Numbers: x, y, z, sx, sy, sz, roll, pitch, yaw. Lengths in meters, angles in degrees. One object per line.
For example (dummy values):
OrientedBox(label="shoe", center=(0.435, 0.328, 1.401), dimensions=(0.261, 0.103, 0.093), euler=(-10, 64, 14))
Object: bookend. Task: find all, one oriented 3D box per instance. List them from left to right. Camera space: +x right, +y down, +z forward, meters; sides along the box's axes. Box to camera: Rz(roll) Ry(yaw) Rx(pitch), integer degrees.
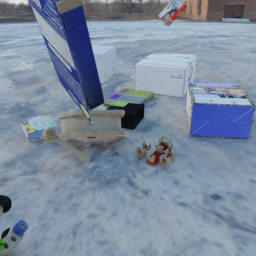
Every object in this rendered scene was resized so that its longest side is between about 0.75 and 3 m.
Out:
OrientedBox(label="bookend", center=(-0.146, -0.464, 9.252), dimensions=(1.125, 0.518, 1.118), euler=(8, 25, 18))

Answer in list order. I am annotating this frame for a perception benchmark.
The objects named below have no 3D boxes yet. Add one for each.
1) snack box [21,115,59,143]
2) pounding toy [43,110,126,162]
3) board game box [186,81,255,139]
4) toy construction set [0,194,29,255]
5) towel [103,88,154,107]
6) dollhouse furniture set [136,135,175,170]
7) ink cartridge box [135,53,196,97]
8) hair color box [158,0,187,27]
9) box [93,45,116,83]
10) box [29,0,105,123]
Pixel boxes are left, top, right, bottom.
OrientedBox(label="snack box", center=(-2.673, -0.009, 8.480), dimensions=(0.883, 0.354, 1.047), euler=(-15, 30, -26))
OrientedBox(label="pounding toy", center=(-1.171, 0.221, 7.736), dimensions=(2.388, 1.370, 1.365), euler=(-2, -4, -25))
OrientedBox(label="board game box", center=(2.821, -0.647, 8.978), dimensions=(1.759, 1.068, 2.206), euler=(4, 26, 8))
OrientedBox(label="toy construction set", center=(-2.233, 1.875, 3.802), dimensions=(1.691, 1.411, 1.300), euler=(-25, 42, -4))
OrientedBox(label="towel", center=(0.071, -1.136, 11.012), dimensions=(1.448, 0.230, 2.016), euler=(11, 29, 21))
OrientedBox(label="dollhouse furniture set", center=(0.804, 0.642, 7.182), dimensions=(0.911, 0.469, 0.902), euler=(17, 42, 32))
OrientedBox(label="ink cartridge box", center=(1.764, -2.510, 12.671), dimensions=(2.159, 1.247, 2.968), euler=(9, 27, 19))
OrientedBox(label="hair color box", center=(1.395, -3.655, 8.773), dimensions=(0.261, 0.818, 0.453), euler=(1, 56, -48))
OrientedBox(label="box", center=(-1.396, -3.253, 14.076), dimensions=(1.090, 1.391, 2.237), euler=(5, 26, 11))
OrientedBox(label="box", center=(-1.237, -1.575, 5.718), dimensions=(0.474, 2.923, 1.770), euler=(-30, 56, -17))
